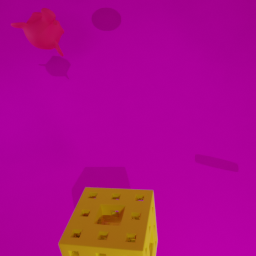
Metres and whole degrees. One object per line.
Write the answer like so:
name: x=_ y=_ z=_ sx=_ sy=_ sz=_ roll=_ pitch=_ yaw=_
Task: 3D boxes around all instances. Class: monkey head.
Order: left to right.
monkey head: x=-1.936 y=-2.245 z=6.389 sx=1.323 sy=0.952 sz=0.797 roll=30 pitch=82 yaw=-14

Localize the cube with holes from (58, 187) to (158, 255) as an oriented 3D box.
cube with holes: x=-0.221 y=1.932 z=4.765 sx=1.259 sy=1.259 sz=1.259 roll=0 pitch=28 yaw=13
